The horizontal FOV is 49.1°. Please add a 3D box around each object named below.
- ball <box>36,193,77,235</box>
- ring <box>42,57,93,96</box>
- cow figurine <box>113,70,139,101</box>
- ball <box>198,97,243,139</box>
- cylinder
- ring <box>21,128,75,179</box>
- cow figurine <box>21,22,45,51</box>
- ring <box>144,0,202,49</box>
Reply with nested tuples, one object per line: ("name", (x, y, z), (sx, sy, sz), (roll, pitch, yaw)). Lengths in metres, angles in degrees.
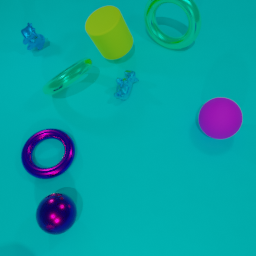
("ball", (-1.769, 2.123, 6.956), (1.000, 1.000, 1.000), (0, 61, 0))
("ring", (-1.892, -1.619, 8.767), (1.808, 1.808, 0.362), (-42, 111, -20))
("cow figurine", (-0.057, -1.391, 9.160), (0.566, 1.015, 1.031), (15, 98, 18))
("ball", (2.643, -0.278, 8.044), (1.204, 1.204, 1.204), (0, 61, 0))
("cylinder", (-0.588, -3.082, 9.134), (1.215, 1.215, 1.215), (-10, 61, 18))
("ring", (-2.303, 0.718, 8.100), (1.562, 0.312, 1.562), (-1, 62, 1))
("cow figurine", (-3.240, -3.152, 9.681), (1.025, 1.008, 0.562), (-24, 76, -51))
("ring", (1.481, -3.648, 9.529), (2.078, 2.078, 0.416), (27, 56, 14))
